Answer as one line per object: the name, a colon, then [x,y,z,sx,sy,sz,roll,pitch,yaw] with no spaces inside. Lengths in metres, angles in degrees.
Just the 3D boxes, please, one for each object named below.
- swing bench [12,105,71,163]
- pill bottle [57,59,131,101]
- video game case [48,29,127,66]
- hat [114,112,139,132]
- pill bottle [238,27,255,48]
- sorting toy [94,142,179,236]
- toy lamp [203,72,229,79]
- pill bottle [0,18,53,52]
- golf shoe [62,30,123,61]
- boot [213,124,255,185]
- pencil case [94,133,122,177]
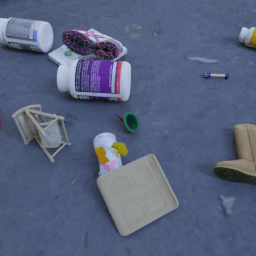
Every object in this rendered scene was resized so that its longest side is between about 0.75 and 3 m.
swing bench: [-3.084,0.116,10.116,1.598,1.590,1.037,28,55,21]
pill bottle: [-1.393,-2.040,11.908,2.965,1.667,1.667,4,49,3]
video game case: [-2.027,-3.765,14.142,2.714,0.353,2.981,37,63,27]
hat: [-0.113,-0.134,11.214,0.807,0.858,0.974,39,46,-26]
pill bottle: [6.758,-4.694,14.663,1.731,0.976,0.976,22,53,19]
sorting toy: [0.113,1.691,9.001,2.087,0.375,2.801,-23,77,-16]
toy lamp: [4.136,-2.489,13.204,1.144,0.333,0.333,2,49,0]
pill bottle: [-5.382,-4.823,14.406,2.665,1.516,1.516,11,50,8]
golf shoe: [-1.682,-3.992,13.359,2.933,1.065,1.350,18,31,4]
boot: [4.024,0.828,10.097,2.041,0.771,2.331,15,51,-4]
pencil case: [-0.694,1.089,9.809,0.874,0.801,1.926,-31,48,19]
